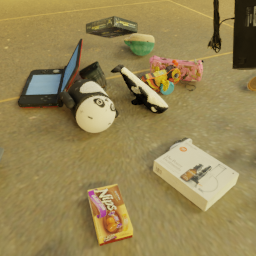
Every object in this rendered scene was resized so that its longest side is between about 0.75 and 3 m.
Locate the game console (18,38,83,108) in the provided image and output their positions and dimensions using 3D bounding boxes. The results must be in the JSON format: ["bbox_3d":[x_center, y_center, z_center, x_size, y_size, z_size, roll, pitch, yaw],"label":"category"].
[{"bbox_3d":[-2.781,-2.083,10.261,2.274,1.566,2.638,-2,38,-3],"label":"game console"}]

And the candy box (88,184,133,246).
[{"bbox_3d":[-0.418,1.889,6.247,0.742,0.359,1.272,-10,41,-13],"label":"candy box"}]

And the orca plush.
[{"bbox_3d":[0.277,-1.175,9.637,2.320,0.825,1.220,39,19,0],"label":"orca plush"}]

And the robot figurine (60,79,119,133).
[{"bbox_3d":[-1.197,-0.756,8.815,1.537,1.277,2.046,-24,43,-12],"label":"robot figurine"}]

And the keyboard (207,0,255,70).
[{"bbox_3d":[3.160,-3.063,7.791,1.806,2.841,0.293,3,14,22],"label":"keyboard"}]

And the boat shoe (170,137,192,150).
[{"bbox_3d":[1.478,0.466,8.098,0.847,0.296,0.280,-24,38,-28],"label":"boat shoe"}]

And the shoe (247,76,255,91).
[{"bbox_3d":[5.202,-1.782,10.861,1.659,0.443,0.580,-25,77,-22],"label":"shoe"}]

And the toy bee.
[{"bbox_3d":[1.416,-1.945,10.404,2.206,1.199,1.444,-23,42,-26],"label":"toy bee"}]

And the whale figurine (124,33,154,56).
[{"bbox_3d":[0.473,-3.916,13.262,1.464,0.955,1.841,-3,14,-26],"label":"whale figurine"}]

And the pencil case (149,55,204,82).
[{"bbox_3d":[1.897,-2.368,11.119,2.109,0.912,0.873,8,27,13],"label":"pencil case"}]

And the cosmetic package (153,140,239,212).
[{"bbox_3d":[1.696,1.130,7.146,1.288,0.441,1.708,-27,45,-33],"label":"cosmetic package"}]

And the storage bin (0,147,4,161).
[{"bbox_3d":[-3.792,0.922,7.185,0.832,0.902,1.239,22,35,-17],"label":"storage bin"}]

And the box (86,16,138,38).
[{"bbox_3d":[-0.652,-3.930,11.022,1.664,0.425,1.313,5,7,43],"label":"box"}]

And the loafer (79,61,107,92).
[{"bbox_3d":[-1.294,-1.912,10.688,0.904,0.898,2.484,-30,23,5],"label":"loafer"}]
